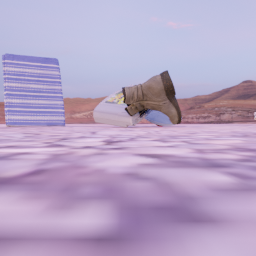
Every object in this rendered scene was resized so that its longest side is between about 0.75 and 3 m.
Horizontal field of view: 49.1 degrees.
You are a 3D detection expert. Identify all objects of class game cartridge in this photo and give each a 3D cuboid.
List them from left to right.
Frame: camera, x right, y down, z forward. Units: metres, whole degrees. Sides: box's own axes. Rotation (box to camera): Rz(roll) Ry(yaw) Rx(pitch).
[{"bbox_3d":[0.065,-0.823,9.258,1.659,0.509,2.492,5,31,33],"label":"game cartridge"}]

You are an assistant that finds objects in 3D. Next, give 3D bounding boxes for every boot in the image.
[{"bbox_3d":[0.667,-0.663,7.878,1.421,0.736,2.175,-20,-36,9],"label":"boot"}]

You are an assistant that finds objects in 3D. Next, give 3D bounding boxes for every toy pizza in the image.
[{"bbox_3d":[1.347,-0.538,11.675,1.798,0.285,1.798,7,33,-4],"label":"toy pizza"}]

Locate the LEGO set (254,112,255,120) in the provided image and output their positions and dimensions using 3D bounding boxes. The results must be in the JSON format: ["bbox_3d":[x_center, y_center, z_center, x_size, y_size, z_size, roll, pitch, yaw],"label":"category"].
[{"bbox_3d":[3.953,-0.275,7.886,0.976,0.372,0.401,4,46,-2],"label":"LEGO set"}]

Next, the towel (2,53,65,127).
[{"bbox_3d":[-3.216,-1.292,9.569,1.933,2.670,0.318,-1,-18,-27],"label":"towel"}]
